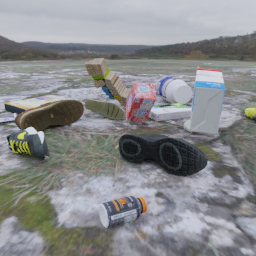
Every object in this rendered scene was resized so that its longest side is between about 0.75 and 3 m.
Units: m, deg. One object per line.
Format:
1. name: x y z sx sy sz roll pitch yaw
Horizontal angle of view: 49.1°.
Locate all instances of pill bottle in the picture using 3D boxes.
1. pill bottle: -0.077 1.588 5.417 0.883 0.469 0.469 -8 19 -26
2. pill bottle: 2.524 -2.029 15.307 1.350 1.350 2.255 -5 19 -15

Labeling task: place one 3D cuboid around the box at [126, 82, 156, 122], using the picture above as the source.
1. box: 0.483 -0.999 11.298 0.860 1.676 0.794 4 59 -10

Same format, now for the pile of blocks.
1. pile of blocks: -0.899 -2.338 13.972 1.210 2.948 0.916 -14 37 40

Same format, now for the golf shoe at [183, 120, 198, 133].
1. golf shoe: 2.811 -0.055 10.700 1.326 0.499 0.607 -11 30 -14

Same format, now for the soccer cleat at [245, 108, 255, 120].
1. soccer cleat: 5.592 -0.680 12.185 0.523 0.676 1.617 0 18 0

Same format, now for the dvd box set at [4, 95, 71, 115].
1. dvd box set: -4.436 -1.153 14.131 2.015 0.405 2.754 14 22 37

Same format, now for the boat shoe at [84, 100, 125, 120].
1. boat shoe: -0.987 -0.858 12.496 1.840 0.688 0.629 20 4 4

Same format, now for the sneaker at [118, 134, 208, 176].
1. sneaker: 1.032 0.570 7.911 2.611 0.992 1.185 15 16 34

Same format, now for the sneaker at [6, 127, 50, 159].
1. sneaker: -3.017 0.552 8.364 0.945 0.832 2.233 -17 15 -29

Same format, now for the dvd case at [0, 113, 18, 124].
1. dvd case: -5.628 -0.371 12.118 1.671 0.133 1.242 -8 19 -23

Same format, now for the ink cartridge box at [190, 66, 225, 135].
1. ink cartridge box: 2.924 -1.161 10.416 0.978 1.690 2.908 7 27 13

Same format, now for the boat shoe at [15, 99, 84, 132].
1. boat shoe: -3.125 -0.599 11.312 0.993 1.058 2.939 18 28 40

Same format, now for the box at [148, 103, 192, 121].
1. box: 1.879 -0.760 12.949 2.037 0.370 1.470 -6 19 -22
